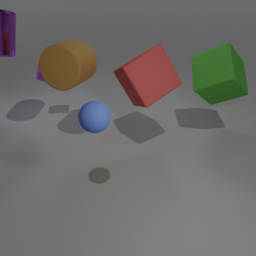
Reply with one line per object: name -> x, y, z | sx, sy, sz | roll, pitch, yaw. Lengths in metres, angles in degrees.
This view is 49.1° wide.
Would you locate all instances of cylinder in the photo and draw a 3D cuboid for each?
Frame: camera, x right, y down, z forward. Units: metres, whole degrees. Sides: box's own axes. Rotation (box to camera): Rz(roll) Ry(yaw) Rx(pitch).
cylinder -> -4.389, -3.106, 9.086 | 1.400, 1.400, 1.400 | 7, 16, -2
cylinder -> -1.894, -2.050, 9.057 | 1.400, 1.400, 1.400 | 8, 24, 13

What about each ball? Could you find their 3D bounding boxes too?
ball -> -0.722, -0.238, 6.064 | 0.700, 0.700, 0.700 | 0, 31, 0

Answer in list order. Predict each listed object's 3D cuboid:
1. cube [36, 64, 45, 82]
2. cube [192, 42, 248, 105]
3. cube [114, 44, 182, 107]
cube -> -3.007, -2.213, 10.605 | 0.700, 0.700, 0.700 | 13, 52, -28
cube -> 3.202, -1.834, 9.808 | 1.400, 1.400, 1.400 | -15, 63, 36
cube -> 0.591, -1.628, 8.984 | 1.400, 1.400, 1.400 | -34, 14, -9
